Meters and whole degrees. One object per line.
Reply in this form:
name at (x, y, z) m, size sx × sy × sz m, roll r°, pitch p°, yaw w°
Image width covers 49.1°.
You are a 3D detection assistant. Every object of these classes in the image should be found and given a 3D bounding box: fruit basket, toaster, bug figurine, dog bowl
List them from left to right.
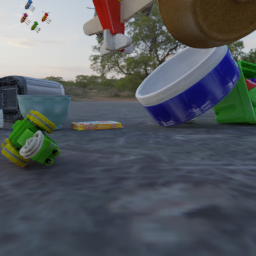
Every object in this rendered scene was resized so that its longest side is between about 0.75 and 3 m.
toaster at (-3.470, -1.019, 9.866) m, size 2.732 × 1.553 × 1.765 m, roll 1°, pitch 4°, yaw 40°
bug figurine at (-2.513, -2.982, 7.467) m, size 0.235 × 0.707 × 0.912 m, roll 41°, pitch 7°, yaw 26°
dog bowl at (1.671, -1.355, 8.112) m, size 2.837 × 1.118 × 2.837 m, roll -35°, pitch 18°, yaw 13°
fruit basket at (4.473, -1.064, 8.959) m, size 3.108 × 2.241 × 3.108 m, roll -13°, pitch -5°, yaw -1°

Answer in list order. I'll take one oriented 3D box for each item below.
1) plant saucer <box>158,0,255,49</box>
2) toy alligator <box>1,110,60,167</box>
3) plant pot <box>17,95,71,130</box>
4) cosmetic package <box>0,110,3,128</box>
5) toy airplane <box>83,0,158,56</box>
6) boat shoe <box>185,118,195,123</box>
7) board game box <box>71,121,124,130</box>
plant saucer at (1.951, -2.578, 4.873) m, size 2.928 × 2.928 × 0.518 m, roll -3°, pitch 45°, yaw -25°
toy alligator at (-1.096, 0.220, 3.447) m, size 0.591 × 0.645 × 2.177 m, roll 42°, pitch -12°, yaw -23°
plant pot at (-2.178, -0.416, 7.383) m, size 1.356 × 0.909 × 1.356 m, roll 0°, pitch 6°, yaw 0°
cosmetic package at (-4.157, -0.224, 7.389) m, size 1.447 × 0.536 × 0.736 m, roll 1°, pitch 6°, yaw 3°
toy airplane at (-0.220, -2.679, 6.393) m, size 2.049 × 2.040 × 1.446 m, roll 41°, pitch 47°, yaw 22°
boat shoe at (1.602, -0.467, 9.584) m, size 0.586 × 0.510 × 1.590 m, roll -5°, pitch 8°, yaw -38°
board game box at (-0.819, -0.074, 7.683) m, size 1.349 × 0.202 × 0.644 m, roll 0°, pitch 7°, yaw -29°
